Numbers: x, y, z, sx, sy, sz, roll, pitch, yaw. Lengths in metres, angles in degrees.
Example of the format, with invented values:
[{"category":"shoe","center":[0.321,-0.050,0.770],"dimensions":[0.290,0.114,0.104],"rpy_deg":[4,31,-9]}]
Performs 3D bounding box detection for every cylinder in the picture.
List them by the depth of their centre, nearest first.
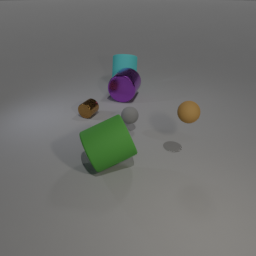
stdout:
[{"category":"cylinder","center":[-0.609,0.479,8.838],"dimensions":[1.400,1.400,1.400],"rpy_deg":[-25,32,-2]},{"category":"cylinder","center":[-1.762,-0.880,12.521],"dimensions":[0.700,0.700,0.700],"rpy_deg":[12,30,21]},{"category":"cylinder","center":[-0.158,-2.197,14.216],"dimensions":[1.400,1.400,1.400],"rpy_deg":[7,29,13]},{"category":"cylinder","center":[-0.192,-3.395,16.015],"dimensions":[1.400,1.400,1.400],"rpy_deg":[2,4,0]}]

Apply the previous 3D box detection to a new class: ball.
[{"category":"ball","center":[1.872,-0.490,8.623],"dimensions":[0.700,0.700,0.700],"rpy_deg":[0,28,0]},{"category":"ball","center":[0.072,-0.503,11.114],"dimensions":[0.700,0.700,0.700],"rpy_deg":[0,28,0]}]
